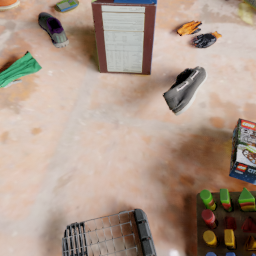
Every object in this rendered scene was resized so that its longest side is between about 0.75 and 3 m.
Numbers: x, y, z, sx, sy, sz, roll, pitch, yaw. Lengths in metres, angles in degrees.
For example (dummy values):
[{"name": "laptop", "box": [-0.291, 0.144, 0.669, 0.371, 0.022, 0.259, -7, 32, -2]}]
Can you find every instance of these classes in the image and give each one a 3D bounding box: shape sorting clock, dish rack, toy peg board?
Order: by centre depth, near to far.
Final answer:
[{"name": "toy peg board", "box": [2.400, 2.185, 6.005, 1.977, 0.967, 1.968, -8, 54, 23]}, {"name": "dish rack", "box": [-0.416, 2.739, 6.331, 2.071, 0.565, 1.588, -12, 56, -5]}, {"name": "shape sorting clock", "box": [-2.532, -5.073, 11.624, 1.059, 0.208, 1.059, -3, 56, 4]}]

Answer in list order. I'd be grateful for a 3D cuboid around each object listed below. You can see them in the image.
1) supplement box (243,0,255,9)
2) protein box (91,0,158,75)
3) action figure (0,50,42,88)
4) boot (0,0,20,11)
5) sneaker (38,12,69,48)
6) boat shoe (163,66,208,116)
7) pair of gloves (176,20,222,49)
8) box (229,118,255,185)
[{"name": "supplement box", "box": [5.987, -5.865, 11.467, 1.991, 1.337, 1.989, -27, 61, -16]}, {"name": "protein box", "box": [-0.005, -3.621, 9.186, 1.806, 2.676, 2.657, 3, 57, 2]}, {"name": "action figure", "box": [-3.777, -1.793, 9.333, 1.675, 0.458, 0.989, -37, 65, -14]}, {"name": "boot", "box": [-5.540, -5.781, 11.392, 2.657, 1.425, 0.997, 34, 61, 18]}, {"name": "sneaker", "box": [-2.823, -3.952, 10.465, 0.782, 0.920, 2.102, -29, 62, -18]}, {"name": "boat shoe", "box": [1.729, -1.375, 8.389, 0.753, 0.883, 2.642, 48, 42, -13]}, {"name": "pair of gloves", "box": [2.695, -3.576, 10.674, 1.272, 0.177, 1.428, -34, 66, -22]}, {"name": "box", "box": [4.162, 0.871, 7.120, 2.931, 0.552, 2.002, 18, 38, 11]}]
